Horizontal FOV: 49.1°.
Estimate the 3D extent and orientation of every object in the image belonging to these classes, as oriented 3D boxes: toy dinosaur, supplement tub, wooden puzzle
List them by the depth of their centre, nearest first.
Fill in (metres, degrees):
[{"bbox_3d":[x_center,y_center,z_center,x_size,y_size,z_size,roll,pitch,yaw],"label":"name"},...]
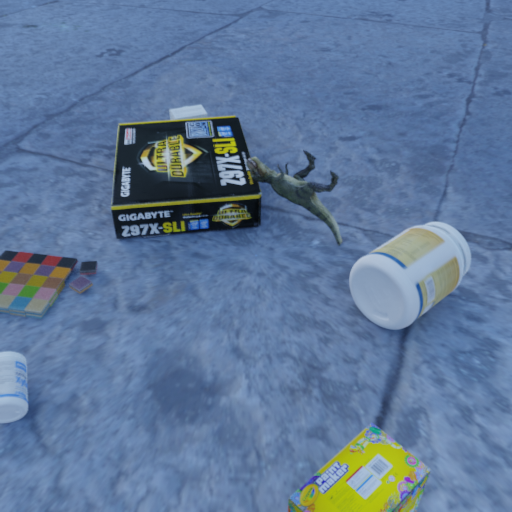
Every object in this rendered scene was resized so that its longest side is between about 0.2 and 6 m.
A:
[{"bbox_3d":[-3.795,1.994,8.502,0.609,0.609,0.922,-10,49,-13],"label":"supplement tub"},{"bbox_3d":[2.798,0.300,10.088,1.955,1.414,1.414,-28,46,-31],"label":"supplement tub"},{"bbox_3d":[-4.486,0.518,10.808,2.687,0.189,1.594,7,39,8],"label":"wooden puzzle"},{"bbox_3d":[1.079,-1.484,11.921,2.650,1.168,0.629,38,12,3],"label":"toy dinosaur"}]

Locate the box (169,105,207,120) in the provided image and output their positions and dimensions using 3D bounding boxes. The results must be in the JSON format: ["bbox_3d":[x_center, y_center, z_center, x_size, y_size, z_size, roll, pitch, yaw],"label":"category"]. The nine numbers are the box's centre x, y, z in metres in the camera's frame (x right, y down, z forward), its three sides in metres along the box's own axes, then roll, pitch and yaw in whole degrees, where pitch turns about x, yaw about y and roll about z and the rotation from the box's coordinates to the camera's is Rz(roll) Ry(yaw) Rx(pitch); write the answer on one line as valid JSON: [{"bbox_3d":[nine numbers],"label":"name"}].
[{"bbox_3d":[-1.836,-3.553,15.367,0.920,0.925,0.605,-13,42,-16],"label":"box"}]

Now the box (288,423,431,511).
[{"bbox_3d":[1.164,3.057,6.613,1.452,1.399,0.886,-29,46,-32],"label":"box"}]

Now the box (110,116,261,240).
[{"bbox_3d":[-1.732,-2.025,13.412,3.204,0.990,4.013,-4,38,-7],"label":"box"}]
